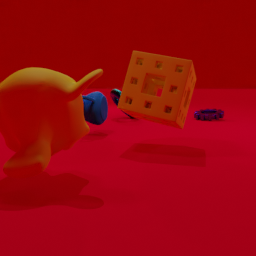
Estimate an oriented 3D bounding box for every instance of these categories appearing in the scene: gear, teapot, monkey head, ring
[{"bbox_3d":[2.967,-0.498,10.276,1.052,0.195,1.052,-6,16,2],"label":"gear"},{"bbox_3d":[-0.894,-0.479,7.210,0.674,0.856,1.377,-1,-22,12],"label":"teapot"},{"bbox_3d":[-1.210,-0.130,3.570,1.960,1.181,1.410,-10,22,7],"label":"monkey head"},{"bbox_3d":[-0.141,-0.900,10.441,0.276,1.379,1.379,-45,23,-12],"label":"ring"}]

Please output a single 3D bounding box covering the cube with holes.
[{"bbox_3d":[0.632,-0.718,5.644,1.137,1.137,1.137,15,-2,18],"label":"cube with holes"}]
